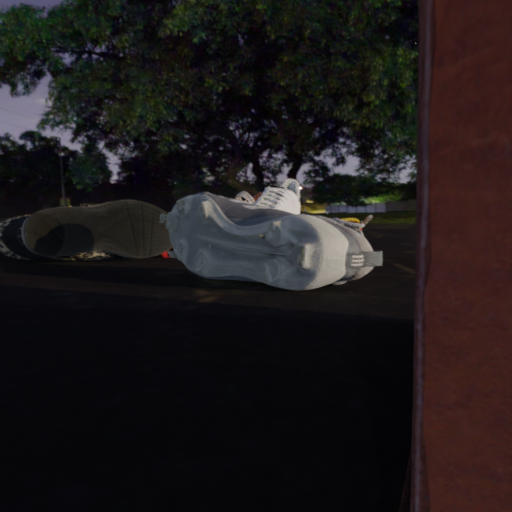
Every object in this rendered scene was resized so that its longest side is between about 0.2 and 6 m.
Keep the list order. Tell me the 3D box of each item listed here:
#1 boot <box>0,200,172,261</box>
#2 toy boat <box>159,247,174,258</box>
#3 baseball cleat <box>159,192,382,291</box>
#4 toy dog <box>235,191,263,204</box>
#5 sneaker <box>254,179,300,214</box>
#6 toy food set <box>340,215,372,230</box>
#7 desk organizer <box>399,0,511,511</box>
[{"bbox_3d":[-2.860,-0.387,9.293,2.587,0.934,1.954,-4,1,-43],"label":"boot"},{"bbox_3d":[-1.388,-0.180,10.020,0.793,0.518,0.519,-4,23,-36],"label":"toy boat"},{"bbox_3d":[0.136,-0.105,6.672,1.574,1.031,2.957,4,11,-39],"label":"baseball cleat"},{"bbox_3d":[0.221,-1.058,13.666,1.787,0.861,1.179,37,-34,-7],"label":"toy dog"},{"bbox_3d":[0.203,-0.782,10.920,1.050,1.106,2.748,21,23,10],"label":"sneaker"},{"bbox_3d":[1.747,-0.425,12.136,1.683,0.550,0.990,-7,-12,-14],"label":"toy food set"},{"bbox_3d":[1.266,-0.014,2.190,1.173,1.259,3.270,2,5,19],"label":"desk organizer"}]
